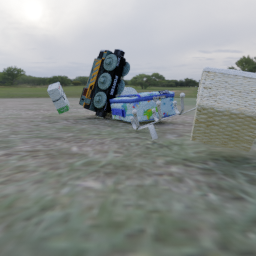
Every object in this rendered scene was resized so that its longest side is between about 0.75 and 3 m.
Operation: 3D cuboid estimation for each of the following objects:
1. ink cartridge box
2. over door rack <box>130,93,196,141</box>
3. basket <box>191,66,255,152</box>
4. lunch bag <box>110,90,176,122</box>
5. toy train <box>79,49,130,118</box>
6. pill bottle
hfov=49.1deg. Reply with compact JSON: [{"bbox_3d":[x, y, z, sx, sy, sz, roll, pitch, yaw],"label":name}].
[{"bbox_3d":[-2.376,-1.037,9.639,0.379,0.912,0.668,-20,29,2],"label":"ink cartridge box"},{"bbox_3d":[0.803,-0.305,6.028,1.279,0.577,1.731,-20,10,-9],"label":"over door rack"},{"bbox_3d":[1.455,-0.251,4.062,0.957,0.770,0.949,11,-35,13],"label":"basket"},{"bbox_3d":[0.399,-0.676,8.908,1.700,0.872,2.115,-10,8,-19],"label":"lunch bag"},{"bbox_3d":[-0.864,-1.615,9.928,1.417,2.486,1.059,19,5,39],"label":"toy train"},{"bbox_3d":[-0.526,-1.075,10.990,1.118,1.118,1.921,-6,5,-38],"label":"pill bottle"}]
